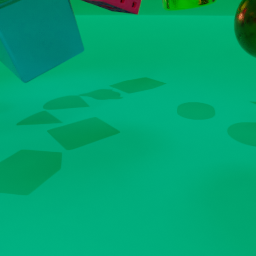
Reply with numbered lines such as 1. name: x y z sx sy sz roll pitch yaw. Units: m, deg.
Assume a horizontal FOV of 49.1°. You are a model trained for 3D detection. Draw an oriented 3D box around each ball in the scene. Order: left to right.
1. ball: 2.516 -1.832 4.751 1.350 1.350 1.350 0 24 0

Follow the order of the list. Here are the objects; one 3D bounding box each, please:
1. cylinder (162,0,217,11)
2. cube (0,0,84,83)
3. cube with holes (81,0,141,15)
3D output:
1. cylinder: 1.214 -3.070 5.655 1.123 1.123 1.123 -8 28 5
2. cube: -1.774 -1.831 4.924 1.294 1.294 1.294 -36 50 -21
3. cube with holes: -0.452 -4.305 8.324 1.353 1.353 1.353 0 21 -42
